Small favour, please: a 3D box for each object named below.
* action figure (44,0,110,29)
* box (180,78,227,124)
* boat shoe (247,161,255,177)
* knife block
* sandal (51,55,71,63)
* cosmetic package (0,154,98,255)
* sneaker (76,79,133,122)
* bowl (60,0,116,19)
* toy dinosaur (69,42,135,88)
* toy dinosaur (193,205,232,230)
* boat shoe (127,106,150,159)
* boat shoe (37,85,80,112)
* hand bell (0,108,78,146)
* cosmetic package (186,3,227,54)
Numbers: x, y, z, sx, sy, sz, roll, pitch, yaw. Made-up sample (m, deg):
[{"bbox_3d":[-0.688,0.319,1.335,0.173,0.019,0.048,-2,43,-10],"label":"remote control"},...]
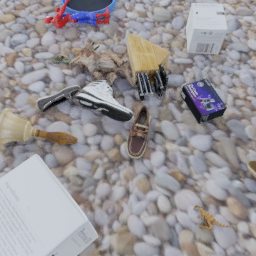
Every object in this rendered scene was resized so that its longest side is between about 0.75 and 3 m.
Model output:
[{"bbox_3d":[-2.300,-5.145,12.310,2.798,0.913,1.385,-10,77,-6],"label":"action figure"},{"bbox_3d":[2.706,-0.992,10.120,1.016,0.568,1.440,-18,61,-13],"label":"box"},{"bbox_3d":[4.300,1.653,8.529,0.582,0.524,1.613,-28,54,-31],"label":"boat shoe"},{"bbox_3d":[0.477,-2.234,10.675,2.586,0.827,2.270,32,63,17],"label":"knife block"},{"bbox_3d":[-2.724,-2.832,11.383,0.845,0.241,0.335,3,59,2],"label":"sandal"},{"bbox_3d":[-2.533,2.590,7.009,2.699,2.225,2.227,-37,66,-18],"label":"cosmetic package"},{"bbox_3d":[-0.644,-1.128,10.032,2.183,0.824,1.256,23,64,15],"label":"sneaker"},{"bbox_3d":[-1.824,-6.052,13.131,2.635,0.517,2.635,0,60,0],"label":"bowl"},{"bbox_3d":[-0.887,-2.497,10.782,2.706,1.161,1.834,18,19,-10],"label":"toy dinosaur"},{"bbox_3d":[2.391,2.674,8.064,1.183,0.357,0.628,34,64,18],"label":"toy dinosaur"},{"bbox_3d":[0.383,0.093,9.397,0.676,0.675,1.875,14,60,8],"label":"boat shoe"},{"bbox_3d":[-2.474,-1.042,10.196,1.650,0.552,0.470,-23,75,-8],"label":"boat shoe"},{"bbox_3d":[-2.903,0.199,9.269,2.453,1.277,1.277,11,59,-6],"label":"hand bell"},{"bbox_3d":[3.164,-4.066,11.485,1.313,1.314,1.592,2,59,1],"label":"cosmetic package"}]
